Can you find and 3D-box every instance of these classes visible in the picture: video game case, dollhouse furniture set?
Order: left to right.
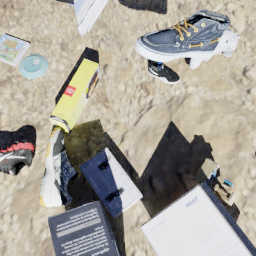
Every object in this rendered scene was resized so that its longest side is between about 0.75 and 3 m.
[{"bbox_3d":[-4.565,-3.023,10.818,1.199,0.132,1.091,21,69,8],"label":"video game case"},{"bbox_3d":[2.707,1.659,8.350,1.186,0.831,0.836,25,69,35],"label":"dollhouse furniture set"}]

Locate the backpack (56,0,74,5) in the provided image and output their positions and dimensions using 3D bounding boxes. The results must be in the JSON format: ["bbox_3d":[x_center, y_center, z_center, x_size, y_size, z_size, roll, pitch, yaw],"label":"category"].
[{"bbox_3d":[-2.175,-6.253,11.061,2.607,2.119,2.188,24,68,10],"label":"backpack"}]

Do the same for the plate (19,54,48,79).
[{"bbox_3d":[-3.566,-2.356,10.548,1.104,0.141,1.104,0,68,1],"label":"plate"}]

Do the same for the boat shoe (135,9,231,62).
[{"bbox_3d":[1.233,-2.130,6.258,2.212,1.004,0.783,-10,58,-28],"label":"boat shoe"}]

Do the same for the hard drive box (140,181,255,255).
[{"bbox_3d":[1.970,3.125,7.375,2.100,1.035,2.695,-40,72,17],"label":"hard drive box"}]

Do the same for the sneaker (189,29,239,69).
[{"bbox_3d":[3.222,-2.960,10.382,1.342,0.877,2.335,26,67,13],"label":"sneaker"}]

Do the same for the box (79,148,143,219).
[{"bbox_3d":[-0.540,1.701,8.678,1.102,0.568,1.889,-35,72,-13],"label":"box"}]

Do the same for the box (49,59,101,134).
[{"bbox_3d":[-1.755,-1.097,9.623,0.624,0.936,2.488,23,71,9],"label":"box"}]

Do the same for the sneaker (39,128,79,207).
[{"bbox_3d":[-2.097,1.223,8.823,1.085,0.936,2.474,6,70,-14],"label":"sneaker"}]

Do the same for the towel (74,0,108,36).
[{"bbox_3d":[-0.929,-3.536,6.706,0.260,1.605,2.185,6,58,-36],"label":"towel"}]

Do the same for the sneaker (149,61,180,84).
[{"bbox_3d":[1.330,-2.025,10.119,1.214,0.679,0.444,20,69,8],"label":"sneaker"}]

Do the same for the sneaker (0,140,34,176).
[{"bbox_3d":[-3.941,1.106,8.833,2.025,0.716,0.989,-16,67,-8],"label":"sneaker"}]

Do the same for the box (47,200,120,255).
[{"bbox_3d":[-0.917,3.276,7.128,1.351,2.263,2.301,-17,69,-8],"label":"box"}]
